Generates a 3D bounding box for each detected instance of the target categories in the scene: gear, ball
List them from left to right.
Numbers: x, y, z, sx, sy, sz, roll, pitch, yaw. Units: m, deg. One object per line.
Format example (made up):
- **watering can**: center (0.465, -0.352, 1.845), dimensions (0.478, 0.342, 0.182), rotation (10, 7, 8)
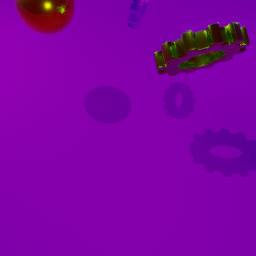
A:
- **ball**: center (-1.814, -2.740, 6.185), dimensions (1.275, 1.275, 1.275), rotation (0, 61, 0)
- **gear**: center (0.302, -2.875, 6.251), dimensions (0.237, 1.281, 1.281), rotation (19, 63, 1)
- **gear**: center (1.378, -1.449, 5.389), dimensions (1.737, 1.737, 0.321), rotation (-12, 85, -7)
